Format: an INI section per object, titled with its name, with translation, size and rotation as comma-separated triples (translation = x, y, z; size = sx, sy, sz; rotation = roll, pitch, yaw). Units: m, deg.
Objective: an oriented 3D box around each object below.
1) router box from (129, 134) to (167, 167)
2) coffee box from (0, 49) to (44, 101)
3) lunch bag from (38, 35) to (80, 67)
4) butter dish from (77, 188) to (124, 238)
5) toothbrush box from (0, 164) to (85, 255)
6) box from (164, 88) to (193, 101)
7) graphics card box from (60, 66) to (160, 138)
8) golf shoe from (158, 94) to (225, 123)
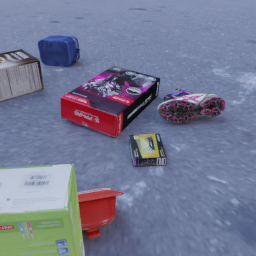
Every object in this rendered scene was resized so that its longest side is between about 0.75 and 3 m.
[router box]
translation = 0.453, 0.511, 6.703
size = 0.772, 0.256, 0.982
rotation = -3, 32, -4
[coffee box]
translation = -4.522, -1.681, 9.398
size = 2.835, 1.132, 1.602
rotation = -25, 39, -34
[lunch bag]
translation = -2.871, -3.392, 12.133
size = 1.681, 1.142, 1.112
rotation = 8, 33, 13
[butter dish]
translation = -0.636, 1.468, 4.767
size = 1.054, 0.779, 1.052
rotation = -6, -9, -19
[toothbrush box]
translation = -1.318, 1.473, 3.584
size = 1.389, 1.908, 0.821
rotation = -3, 29, -4
[box]
translation = 1.677, -1.043, 9.301
size = 0.633, 0.160, 0.885
rotation = 20, 38, 29
[graphics card box]
translation = -0.414, -0.952, 8.540
size = 1.851, 0.750, 2.950
rotation = 19, 36, 22
[golf shoe]
translation = 1.738, -0.594, 8.064
size = 1.903, 0.691, 0.876
rotation = -6, 20, -8
